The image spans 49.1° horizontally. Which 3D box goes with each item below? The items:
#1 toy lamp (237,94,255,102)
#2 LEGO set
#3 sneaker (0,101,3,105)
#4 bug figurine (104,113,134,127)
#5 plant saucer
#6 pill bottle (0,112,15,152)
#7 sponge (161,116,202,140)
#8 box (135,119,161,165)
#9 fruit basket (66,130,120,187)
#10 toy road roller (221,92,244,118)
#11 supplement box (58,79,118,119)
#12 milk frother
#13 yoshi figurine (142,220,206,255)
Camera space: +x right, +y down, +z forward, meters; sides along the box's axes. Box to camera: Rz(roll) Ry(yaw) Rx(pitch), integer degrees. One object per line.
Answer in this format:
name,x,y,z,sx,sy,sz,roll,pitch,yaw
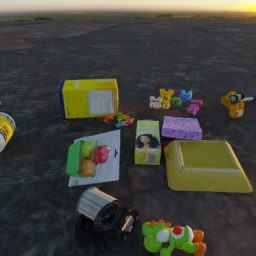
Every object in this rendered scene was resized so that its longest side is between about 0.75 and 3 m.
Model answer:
toy lamp,5.531,-1.339,13.406,1.565,0.455,0.455,-13,30,-22
LEGO set,1.982,-1.101,12.419,2.396,0.914,0.983,7,58,20
sneaker,-6.153,-1.131,13.167,0.450,0.292,0.778,-2,26,-9
bug figurine,-0.348,-0.310,11.514,0.999,0.331,1.288,-12,25,-34
plant saucer,2.373,1.006,8.689,2.342,0.567,2.341,1,28,3
pill bottle,-4.620,0.276,9.587,1.034,1.034,1.839,-2,28,-4
sponge,1.947,-0.042,10.312,1.317,0.352,2.362,6,12,8
box,0.691,0.417,9.821,0.863,0.575,2.293,2,26,2
fruit basket,-0.898,0.848,7.716,1.560,0.731,1.445,-10,60,18
toy road roller,4.511,-1.022,12.152,0.685,1.114,0.813,-16,17,-38
supplement box,-1.697,-1.321,12.359,2.456,1.337,1.345,-3,27,-5
milk frother,-0.602,1.820,6.241,1.280,1.361,1.229,17,36,31
yoshi figurine,0.912,2.440,6.020,1.344,0.755,0.752,15,69,0
